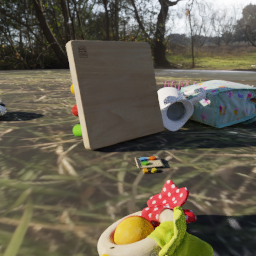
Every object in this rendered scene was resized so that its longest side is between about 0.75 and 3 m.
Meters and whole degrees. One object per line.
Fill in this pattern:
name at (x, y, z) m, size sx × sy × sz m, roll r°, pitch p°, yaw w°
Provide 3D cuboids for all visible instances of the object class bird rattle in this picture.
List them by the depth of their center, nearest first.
bird rattle at (0.279, 1.295, 3.691) m, size 1.419 × 0.980 × 1.740 m, roll -17°, pitch 13°, yaw -1°

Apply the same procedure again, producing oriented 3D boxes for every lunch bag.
lunch bag at (3.788, -1.056, 10.970) m, size 2.664 × 1.625 × 2.270 m, roll -13°, pitch 18°, yaw -23°

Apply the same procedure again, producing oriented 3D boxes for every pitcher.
pitcher at (1.859, -0.950, 10.491) m, size 1.898 × 1.341 × 2.212 m, roll -36°, pitch 17°, yaw 6°

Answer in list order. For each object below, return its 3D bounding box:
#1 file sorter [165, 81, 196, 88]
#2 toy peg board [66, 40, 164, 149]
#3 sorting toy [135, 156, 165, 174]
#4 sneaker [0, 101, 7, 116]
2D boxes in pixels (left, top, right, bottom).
file sorter at (2.995, -2.130, 15.978) m, size 1.724 × 1.081 × 1.198 m, roll 5°, pitch 15°, yaw 19°
toy peg board at (-0.601, -1.067, 8.934) m, size 2.988 × 2.976 × 1.461 m, roll -13°, pitch 4°, yaw -40°
sorting toy at (0.529, 0.849, 6.676) m, size 0.648 × 0.117 × 0.870 m, roll -1°, pitch 15°, yaw -5°
sneaker at (-5.843, -0.897, 12.042) m, size 0.971 × 0.813 × 2.194 m, roll -11°, pitch 28°, yaw -36°
